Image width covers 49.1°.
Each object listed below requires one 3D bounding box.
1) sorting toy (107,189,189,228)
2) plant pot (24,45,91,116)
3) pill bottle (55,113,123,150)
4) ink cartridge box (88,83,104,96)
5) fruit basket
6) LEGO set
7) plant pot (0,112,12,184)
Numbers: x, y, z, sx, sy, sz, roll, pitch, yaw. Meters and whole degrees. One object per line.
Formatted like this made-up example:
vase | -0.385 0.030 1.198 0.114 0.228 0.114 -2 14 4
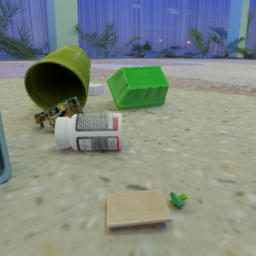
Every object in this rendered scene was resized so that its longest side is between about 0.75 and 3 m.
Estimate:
sorting toy | 0.350 1.239 4.348 1.352 0.199 0.999 -4 13 -3
plant pot | -2.284 -1.942 10.172 2.185 2.185 2.104 3 41 8
pill bottle | -0.920 0.094 6.868 1.574 0.896 0.896 -1 17 -2
ink cartridge box | -1.893 -2.000 14.385 1.118 0.480 0.819 10 20 33
fruit basket | 0.268 -1.564 11.824 2.504 1.806 2.504 -17 -22 -7
LEGO set | -2.050 -0.291 8.657 1.162 0.875 1.511 -11 18 42
plant pot | -4.118 -0.126 5.026 2.655 2.607 2.600 9 19 41
